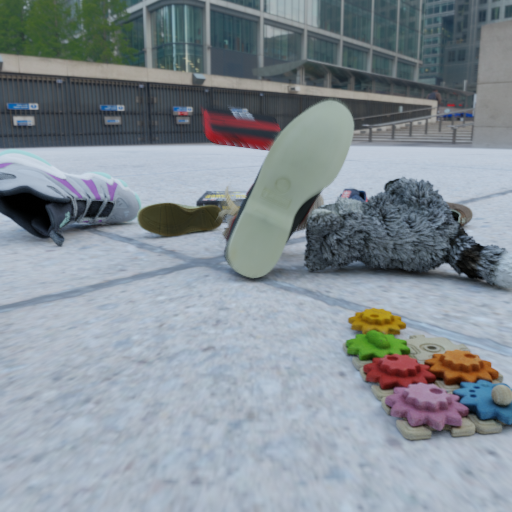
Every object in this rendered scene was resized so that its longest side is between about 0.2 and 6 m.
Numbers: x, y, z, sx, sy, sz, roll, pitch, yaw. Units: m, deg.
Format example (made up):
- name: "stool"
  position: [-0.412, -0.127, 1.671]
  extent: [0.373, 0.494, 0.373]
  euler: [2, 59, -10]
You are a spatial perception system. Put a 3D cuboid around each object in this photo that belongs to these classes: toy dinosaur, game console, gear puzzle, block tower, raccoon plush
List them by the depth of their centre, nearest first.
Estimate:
- name: "gear puzzle"
  position: [1.797, 1.061, 6.219]
  extent: [1.488, 0.376, 2.873]
  euler: [-2, 14, -7]
- name: "raccoon plush"
  position: [2.383, -0.269, 9.363]
  extent: [2.290, 1.653, 3.418]
  euler: [-19, 23, -32]
- name: "toy dinosaur"
  position: [-0.242, -0.673, 10.409]
  extent: [0.921, 0.530, 1.822]
  euler: [-21, 41, -39]
- name: "block tower"
  position: [0.378, -0.691, 11.071]
  extent: [1.985, 0.536, 0.574]
  euler: [-18, -20, 14]
- name: "game console"
  position: [-0.268, -2.696, 11.923]
  extent: [1.638, 0.254, 1.449]
  euler: [5, 33, -12]

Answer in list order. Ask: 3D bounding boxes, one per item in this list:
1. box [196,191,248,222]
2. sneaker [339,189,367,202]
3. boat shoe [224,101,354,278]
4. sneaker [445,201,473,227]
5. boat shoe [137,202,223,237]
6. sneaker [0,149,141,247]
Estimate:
- name: "box"
  position: [-0.292, -1.363, 15.295]
  extent: [2.452, 0.593, 1.942]
  euler: [1, 15, 3]
- name: "sneaker"
  position: [2.254, -1.279, 14.423]
  extent: [0.773, 0.872, 2.063]
  euler: [10, 18, 33]
- name: "boat shoe"
  position: [0.498, -1.172, 9.718]
  extent: [1.215, 3.322, 1.041]
  euler: [30, 2, -9]
- name: "sneaker"
  position: [4.434, -1.126, 14.225]
  extent: [1.950, 0.687, 0.736]
  euler: [8, 20, 33]
- name: "boat shoe"
  position: [-1.844, -0.883, 13.198]
  extent: [2.164, 0.790, 0.681]
  euler: [-9, 7, -35]
- name: "sneaker"
  position: [-4.270, -0.991, 12.843]
  extent: [3.615, 1.405, 2.529]
  euler: [12, 30, -29]
